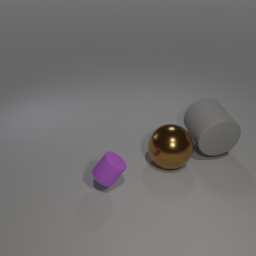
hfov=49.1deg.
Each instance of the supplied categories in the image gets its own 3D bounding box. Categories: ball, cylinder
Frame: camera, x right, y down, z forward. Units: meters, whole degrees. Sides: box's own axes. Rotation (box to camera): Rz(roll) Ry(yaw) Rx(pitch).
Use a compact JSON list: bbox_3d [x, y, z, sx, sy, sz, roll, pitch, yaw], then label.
[{"bbox_3d":[1.318,0.574,8.703,1.400,1.400,1.400,0,29,0],"label":"ball"},{"bbox_3d":[-0.510,1.121,7.666,0.700,0.700,0.700,33,20,-14],"label":"cylinder"},{"bbox_3d":[2.720,-0.050,9.211,1.400,1.400,1.400,-5,36,-9],"label":"cylinder"}]
